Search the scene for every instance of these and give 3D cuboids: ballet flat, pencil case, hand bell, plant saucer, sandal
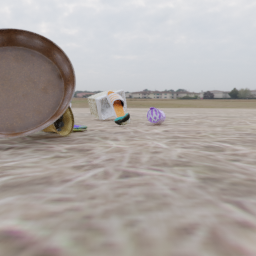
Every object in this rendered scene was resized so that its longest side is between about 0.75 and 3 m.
[{"bbox_3d":[-0.118,-0.265,9.171,0.332,0.334,0.977,-49,13,-22],"label":"ballet flat"},{"bbox_3d":[1.032,-0.439,10.089,0.548,0.558,1.306,-6,-1,13],"label":"pencil case"},{"bbox_3d":[-2.256,-0.078,6.732,1.723,0.897,0.897,-12,0,22],"label":"hand bell"},{"bbox_3d":[-2.143,-0.815,5.140,2.341,2.341,0.403,-1,-25,-12],"label":"plant saucer"},{"bbox_3d":[-0.369,-0.970,11.415,0.609,1.591,0.456,-5,-31,-34],"label":"sandal"}]

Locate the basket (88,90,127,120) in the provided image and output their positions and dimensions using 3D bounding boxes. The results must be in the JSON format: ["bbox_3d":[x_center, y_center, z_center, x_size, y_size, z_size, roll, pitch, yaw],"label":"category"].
[{"bbox_3d":[-0.971,-1.126,12.935,1.571,1.065,0.969,-25,28,-37],"label":"basket"}]

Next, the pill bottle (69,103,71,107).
[{"bbox_3d":[-2.994,-0.963,10.189,0.955,0.955,1.677,4,-16,41],"label":"pill bottle"}]

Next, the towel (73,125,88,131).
[{"bbox_3d":[-1.866,-0.045,7.836,1.028,0.163,1.431,2,3,-34],"label":"towel"}]
